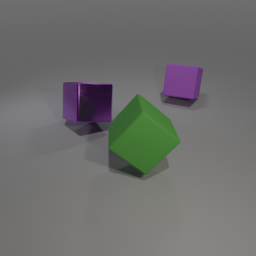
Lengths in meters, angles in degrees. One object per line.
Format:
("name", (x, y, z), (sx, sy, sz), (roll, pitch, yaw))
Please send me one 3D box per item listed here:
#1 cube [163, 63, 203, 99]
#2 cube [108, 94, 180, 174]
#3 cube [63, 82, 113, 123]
("cube", (2.524, -2.123, 12.771), (1.400, 1.400, 1.400), (11, 12, 21))
("cube", (0.401, 0.150, 8.007), (1.400, 1.400, 1.400), (37, 19, -20))
("cube", (-1.527, -0.973, 10.464), (1.400, 1.400, 1.400), (-2, 9, -34))
